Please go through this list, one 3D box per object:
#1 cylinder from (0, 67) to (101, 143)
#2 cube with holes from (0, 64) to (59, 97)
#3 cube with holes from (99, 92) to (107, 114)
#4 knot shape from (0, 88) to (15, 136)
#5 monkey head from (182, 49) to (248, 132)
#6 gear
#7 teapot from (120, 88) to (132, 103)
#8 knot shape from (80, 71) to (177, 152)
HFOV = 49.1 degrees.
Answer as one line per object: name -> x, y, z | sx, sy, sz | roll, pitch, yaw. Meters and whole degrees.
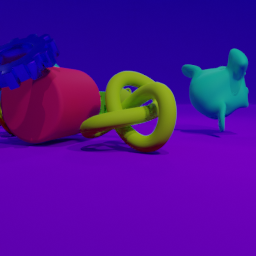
cylinder -> -1.185, -0.399, 4.476 | 1.135, 1.135, 1.135 | 2, 7, 23
cube with holes -> -2.394, -1.010, 6.907 | 1.202, 1.202, 1.202 | -17, -46, 32
cube with holes -> -0.797, -0.423, 6.579 | 0.867, 0.867, 0.867 | 7, 9, 34
knot shape -> -2.346, -0.272, 5.348 | 0.485, 1.050, 0.983 | 1, 43, -40
monkey head -> 1.714, -0.823, 5.355 | 1.051, 1.745, 1.255 | -19, -36, -4
gear -> -1.557, -0.922, 3.851 | 1.201, 0.222, 1.201 | -10, 40, 9
teapot -> -0.317, -0.813, 8.238 | 1.367, 0.669, 0.850 | -40, 8, -40
knot shape -> 0.110, -0.203, 3.700 | 1.374, 0.635, 1.286 | -44, 40, -20
